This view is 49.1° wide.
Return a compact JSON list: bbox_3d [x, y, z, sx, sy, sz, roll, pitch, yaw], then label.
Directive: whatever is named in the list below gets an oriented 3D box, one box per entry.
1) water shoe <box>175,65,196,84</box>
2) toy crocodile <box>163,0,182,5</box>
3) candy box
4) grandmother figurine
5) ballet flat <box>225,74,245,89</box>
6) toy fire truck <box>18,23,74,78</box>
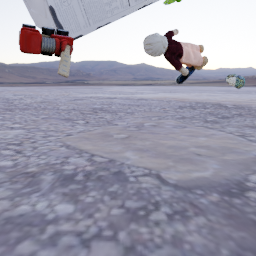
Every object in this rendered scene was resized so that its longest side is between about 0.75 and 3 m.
[{"bbox_3d":[2.232,-2.038,10.392,0.385,1.077,0.425,36,11,-17],"label":"water shoe"},{"bbox_3d":[1.532,-3.994,8.240,0.440,0.403,1.304,-25,9,-32],"label":"toy crocodile"},{"bbox_3d":[-0.732,-3.069,6.178,2.787,0.997,2.338,-31,39,-15],"label":"candy box"},{"bbox_3d":[1.261,-1.984,7.333,2.202,1.335,0.667,1,-29,-42],"label":"grandmother figurine"},{"bbox_3d":[3.160,-1.398,8.386,0.424,0.424,1.141,1,14,7],"label":"ballet flat"},{"bbox_3d":[-1.218,-1.205,4.343,0.828,0.605,0.941,0,24,-28],"label":"toy fire truck"}]
